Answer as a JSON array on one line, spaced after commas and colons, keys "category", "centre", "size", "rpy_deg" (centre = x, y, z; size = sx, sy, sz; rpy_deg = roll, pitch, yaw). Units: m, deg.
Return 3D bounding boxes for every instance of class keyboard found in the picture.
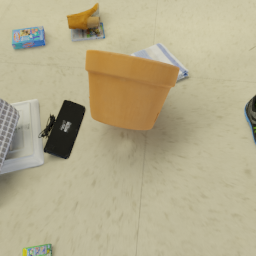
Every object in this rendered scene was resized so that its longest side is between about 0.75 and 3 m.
[{"category": "keyboard", "centre": [-2.223, -0.008, 9.370], "size": [1.123, 0.427, 2.157], "rpy_deg": [22, 54, -13]}]

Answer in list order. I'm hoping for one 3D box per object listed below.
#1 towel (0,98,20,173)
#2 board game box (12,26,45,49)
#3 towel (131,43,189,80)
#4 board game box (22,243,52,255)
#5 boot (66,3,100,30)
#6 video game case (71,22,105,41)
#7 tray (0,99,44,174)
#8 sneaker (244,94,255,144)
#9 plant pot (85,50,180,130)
[{"category": "towel", "centre": [-4.372, 0.130, 7.749], "size": [1.139, 2.204, 2.662], "rpy_deg": [-11, 58, 29]}, {"category": "board game box", "centre": [-4.254, -3.881, 11.988], "size": [1.328, 0.299, 1.010], "rpy_deg": [-9, 56, -6]}, {"category": "towel", "centre": [0.612, -2.267, 10.852], "size": [2.908, 0.346, 2.135], "rpy_deg": [-24, 58, -15]}, {"category": "board game box", "centre": [-2.268, 3.502, 6.967], "size": [0.721, 0.156, 1.071], "rpy_deg": [-8, 56, -6]}, {"category": "boot", "centre": [-1.976, -4.988, 12.403], "size": [1.442, 0.709, 2.014], "rpy_deg": [-2, 45, -1]}, {"category": "video game case", "centre": [-1.778, -4.246, 12.351], "size": [1.433, 0.128, 1.026], "rpy_deg": [-7, 55, -5]}, {"category": "tray", "centre": [-3.633, 0.113, 9.228], "size": [1.477, 0.305, 2.750], "rpy_deg": [-11, 56, -9]}, {"category": "sneaker", "centre": [4.455, -0.078, 8.915], "size": [0.873, 1.020, 2.462], "rpy_deg": [-8, 56, -4]}, {"category": "plant pot", "centre": [-0.020, -1.119, 8.577], "size": [2.843, 2.843, 1.990], "rpy_deg": [12, 99, 8]}]
